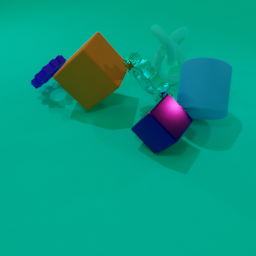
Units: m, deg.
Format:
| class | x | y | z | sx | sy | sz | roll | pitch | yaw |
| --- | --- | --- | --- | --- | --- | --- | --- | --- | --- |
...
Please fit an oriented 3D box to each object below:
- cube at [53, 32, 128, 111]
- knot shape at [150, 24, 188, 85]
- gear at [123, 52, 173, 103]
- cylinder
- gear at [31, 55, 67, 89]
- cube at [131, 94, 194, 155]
| class | x | y | z | sx | sy | sz | roll | pitch | yaw |
| --- | --- | --- | --- | --- | --- | --- | --- | --- | --- |
| cube | -0.914 | -1.463 | 7.277 | 1.235 | 1.235 | 1.235 | -32 | 23 | 32 |
| knot shape | 1.247 | -2.126 | 8.259 | 0.834 | 1.689 | 1.805 | 3 | 9 | 32 |
| gear | 0.468 | -1.171 | 6.723 | 0.266 | 1.437 | 1.437 | -43 | 53 | -4 |
| cylinder | 1.826 | -0.908 | 6.768 | 1.209 | 1.209 | 1.209 | 8 | 83 | 8 |
| gear | -2.217 | -1.572 | 7.844 | 0.214 | 1.159 | 1.159 | 47 | 49 | -10 |
| cube | 0.760 | -0.072 | 6.269 | 0.846 | 0.846 | 0.846 | 46 | 52 | -2 |
